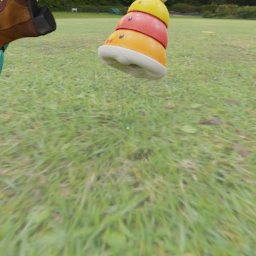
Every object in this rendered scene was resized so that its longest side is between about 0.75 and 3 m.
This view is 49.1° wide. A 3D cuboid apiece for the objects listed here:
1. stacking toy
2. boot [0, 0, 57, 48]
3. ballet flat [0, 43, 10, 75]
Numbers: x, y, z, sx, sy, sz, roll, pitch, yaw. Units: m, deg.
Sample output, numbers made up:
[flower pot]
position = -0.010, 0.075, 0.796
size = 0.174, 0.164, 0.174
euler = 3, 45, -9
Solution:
[stacking toy]
position = 0.449, -2.731, 7.406
size = 1.900, 2.600, 1.900
euler = 18, -1, 0
[boot]
position = -3.310, -3.120, 7.101
size = 2.310, 2.175, 0.791
euler = -9, 53, 16
[ballet flat]
position = -4.080, -2.450, 8.630
size = 0.687, 2.050, 0.685
euler = 14, -15, -12
